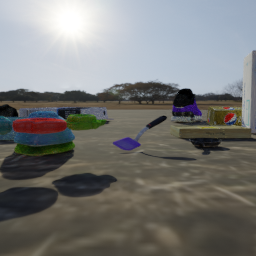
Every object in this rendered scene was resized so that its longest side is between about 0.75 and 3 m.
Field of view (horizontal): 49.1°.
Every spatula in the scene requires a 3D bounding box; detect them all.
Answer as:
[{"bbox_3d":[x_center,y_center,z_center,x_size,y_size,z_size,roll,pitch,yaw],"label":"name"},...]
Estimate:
[{"bbox_3d":[0.255,0.056,4.402,0.318,0.116,1.125,29,49,35],"label":"spatula"}]

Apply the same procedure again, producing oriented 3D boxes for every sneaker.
[{"bbox_3d":[-4.462,-0.441,8.934,1.175,0.784,2.052,-5,-5,42],"label":"sneaker"},{"bbox_3d":[2.586,-0.994,11.964,0.980,1.402,2.818,1,6,23],"label":"sneaker"}]

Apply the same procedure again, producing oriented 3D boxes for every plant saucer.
[{"bbox_3d":[-2.560,-0.034,6.347,2.113,0.407,2.113,1,5,0],"label":"plant saucer"}]

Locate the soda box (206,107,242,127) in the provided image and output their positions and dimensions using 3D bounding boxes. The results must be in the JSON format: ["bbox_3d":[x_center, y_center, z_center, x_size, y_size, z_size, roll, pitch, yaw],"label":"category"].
[{"bbox_3d":[3.180,-0.327,8.306,1.554,0.526,0.497,0,17,-7],"label":"soda box"}]

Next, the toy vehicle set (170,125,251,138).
[{"bbox_3d":[1.766,0.069,6.183,1.516,0.201,0.942,0,5,-2],"label":"toy vehicle set"}]

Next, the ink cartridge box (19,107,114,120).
[{"bbox_3d":[-2.416,-0.560,11.669,2.826,0.619,2.853,1,3,21],"label":"ink cartridge box"}]

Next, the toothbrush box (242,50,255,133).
[{"bbox_3d":[4.279,-0.871,6.785,2.711,1.985,1.156,2,5,13],"label":"toothbrush box"}]

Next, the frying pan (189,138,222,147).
[{"bbox_3d":[1.263,0.243,4.458,0.519,0.140,0.857,0,6,6],"label":"frying pan"}]

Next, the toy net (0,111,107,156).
[{"bbox_3d":[-1.765,0.166,3.173,2.986,0.577,1.566,-6,10,-42],"label":"toy net"}]
